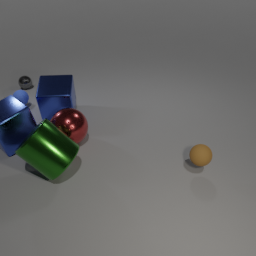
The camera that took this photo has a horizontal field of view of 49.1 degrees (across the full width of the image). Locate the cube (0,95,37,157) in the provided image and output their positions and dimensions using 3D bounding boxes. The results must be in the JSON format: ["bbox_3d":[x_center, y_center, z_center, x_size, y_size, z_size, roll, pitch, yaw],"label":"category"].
[{"bbox_3d":[-4.275,-0.110,10.176,1.400,1.400,1.400,-37,47,-28],"label":"cube"}]

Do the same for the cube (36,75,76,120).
[{"bbox_3d":[-3.029,-1.303,12.020,1.400,1.400,1.400,-3,48,-4],"label":"cube"}]

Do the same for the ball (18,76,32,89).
[{"bbox_3d":[-5.411,-2.403,14.752,0.700,0.700,0.700,0,32,0],"label":"ball"}]

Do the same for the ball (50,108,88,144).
[{"bbox_3d":[-2.169,-0.043,10.300,1.400,1.400,1.400,0,32,0],"label":"ball"}]

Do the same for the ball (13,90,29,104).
[{"bbox_3d":[-4.906,-1.387,12.816,0.700,0.700,0.700,0,32,0],"label":"ball"}]

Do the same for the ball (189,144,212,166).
[{"bbox_3d":[2.286,0.853,8.793,0.700,0.700,0.700,0,32,0],"label":"ball"}]

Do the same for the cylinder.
[{"bbox_3d":[-2.477,0.656,8.691,1.400,1.400,1.400,-42,18,17],"label":"cylinder"}]
